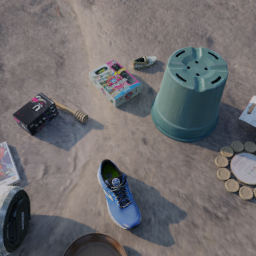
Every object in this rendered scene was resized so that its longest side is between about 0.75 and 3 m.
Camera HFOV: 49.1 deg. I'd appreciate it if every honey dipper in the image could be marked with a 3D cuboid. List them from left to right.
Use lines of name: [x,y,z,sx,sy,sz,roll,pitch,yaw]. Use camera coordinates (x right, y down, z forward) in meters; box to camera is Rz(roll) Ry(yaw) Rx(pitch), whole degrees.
honey dipper: [-2.389,-0.756,10.720,1.933,0.367,0.367,27,61,18]

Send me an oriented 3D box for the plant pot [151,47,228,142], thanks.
plant pot: [2.179,-1.232,9.732,2.583,2.530,2.583,0,57,-1]

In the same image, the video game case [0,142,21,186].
video game case: [-4.581,1.412,9.392,1.508,0.190,1.655,-25,60,-16]

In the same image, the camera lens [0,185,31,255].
camera lens: [-3.995,2.471,7.719,2.267,1.813,1.813,3,57,3]

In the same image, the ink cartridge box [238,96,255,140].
ink cartridge box: [5.368,0.032,10.025,2.629,0.662,1.432,32,62,20]

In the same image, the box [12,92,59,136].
box: [-3.374,-0.517,10.333,0.829,0.719,1.356,34,64,20]

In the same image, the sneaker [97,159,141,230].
sneaker: [-0.349,1.960,8.529,0.919,1.043,2.339,-24,61,-15]

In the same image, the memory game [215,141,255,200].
memory game: [4.041,1.390,9.438,2.211,0.141,2.211,0,57,0]

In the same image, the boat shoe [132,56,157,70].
boat shoe: [0.732,-2.876,12.065,1.179,0.403,0.440,-25,60,-15]

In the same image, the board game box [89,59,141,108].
board game box: [-0.522,-1.831,11.290,1.324,0.577,1.794,-34,64,-20]

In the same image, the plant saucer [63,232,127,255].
plant saucer: [-0.911,3.887,7.683,1.906,0.349,1.906,0,56,0]
